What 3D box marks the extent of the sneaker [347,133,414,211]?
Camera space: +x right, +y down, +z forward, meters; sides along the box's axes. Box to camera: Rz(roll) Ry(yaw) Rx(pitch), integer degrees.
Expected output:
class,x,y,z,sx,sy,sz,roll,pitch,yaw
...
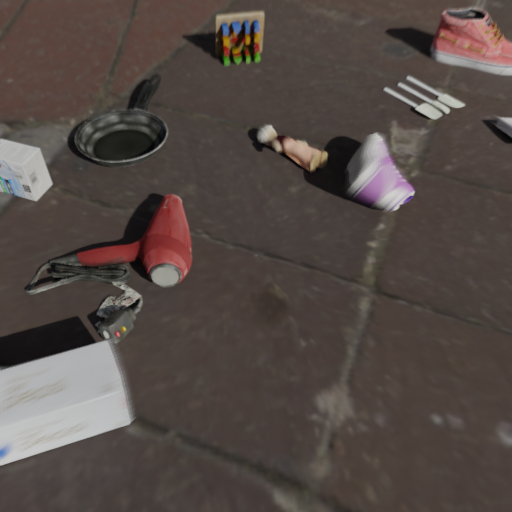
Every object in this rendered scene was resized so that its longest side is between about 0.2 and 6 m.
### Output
class,x,y,z,sx,sy,sz,roll,pitch,yaw
sneaker,2.318,-1.457,10.274,1.173,0.745,2.057,34,35,-10

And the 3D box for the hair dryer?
class,x,y,z,sx,sy,sz,roll,pitch,yaw
hair dryer,-2.054,-0.097,8.877,2.161,0.771,2.838,28,53,24

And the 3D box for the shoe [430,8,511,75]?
class,x,y,z,sx,sy,sz,roll,pitch,yaw
shoe,5.415,-5.034,13.108,2.453,1.116,0.876,14,49,13

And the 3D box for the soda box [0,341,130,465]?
class,x,y,z,sx,sy,sz,roll,pitch,yaw
soda box,-2.971,1.946,6.932,2.584,0.880,0.823,-15,49,-13

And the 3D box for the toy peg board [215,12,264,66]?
class,x,y,z,sx,sy,sz,roll,pitch,yaw
toy peg board,-0.354,-5.051,13.204,1.135,1.130,0.555,-9,64,-8

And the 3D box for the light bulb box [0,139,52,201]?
class,x,y,z,sx,sy,sz,roll,pitch,yaw
light bulb box,-4.295,-1.550,10.129,0.860,0.852,0.537,15,49,15

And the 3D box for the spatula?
class,x,y,z,sx,sy,sz,roll,pitch,yaw
spatula,3.665,-3.523,12.418,1.094,0.126,1.574,-31,55,-24

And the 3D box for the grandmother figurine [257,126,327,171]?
class,x,y,z,sx,sy,sz,roll,pitch,yaw
grandmother figurine,0.616,-2.136,10.961,1.510,0.457,0.916,33,20,31

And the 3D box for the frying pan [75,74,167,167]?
class,x,y,z,sx,sy,sz,roll,pitch,yaw
frying pan,-2.746,-2.740,11.475,1.797,0.484,2.971,-7,46,-7

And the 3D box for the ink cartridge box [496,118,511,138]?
class,x,y,z,sx,sy,sz,roll,pitch,yaw
ink cartridge box,5.522,-2.565,11.479,0.919,0.230,0.740,-2,38,-23
